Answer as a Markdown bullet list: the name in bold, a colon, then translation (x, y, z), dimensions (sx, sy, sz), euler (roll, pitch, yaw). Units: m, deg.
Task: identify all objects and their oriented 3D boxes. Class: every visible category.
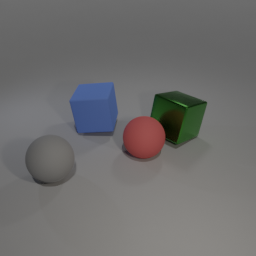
- **cube**: translation (1.783, -0.436, 10.173), dimensions (1.400, 1.400, 1.400), euler (28, 29, 36)
- **cube**: translation (-1.226, -0.781, 10.578), dimensions (1.400, 1.400, 1.400), euler (-3, 33, 8)
- **ball**: translation (-2.281, 0.896, 8.229), dimensions (1.400, 1.400, 1.400), euler (0, 31, 0)
- **ball**: translation (0.527, 0.305, 9.259), dimensions (1.400, 1.400, 1.400), euler (0, 31, 0)
